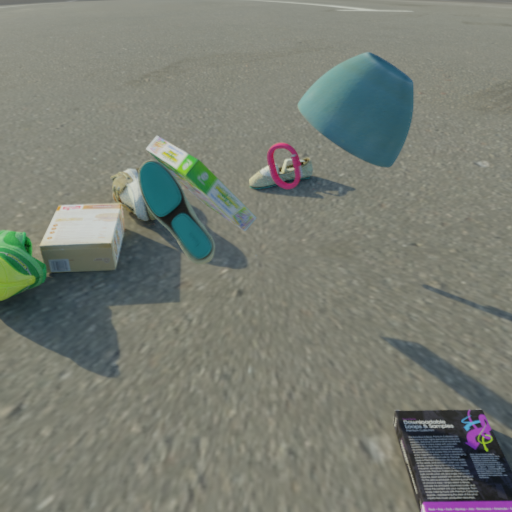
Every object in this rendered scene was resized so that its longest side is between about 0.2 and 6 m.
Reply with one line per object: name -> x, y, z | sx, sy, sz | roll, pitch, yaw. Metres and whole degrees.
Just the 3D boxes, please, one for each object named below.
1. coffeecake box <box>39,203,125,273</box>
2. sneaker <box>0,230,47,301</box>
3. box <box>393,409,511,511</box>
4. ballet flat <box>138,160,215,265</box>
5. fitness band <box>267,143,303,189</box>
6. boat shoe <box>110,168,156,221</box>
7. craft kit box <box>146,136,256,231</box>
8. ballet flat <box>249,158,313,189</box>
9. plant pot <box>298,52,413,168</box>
coffeecake box -> -3.307, -0.384, 10.874 | 1.285, 0.612, 1.674 | -3, 31, -4
sneaker -> -4.752, 0.000, 10.080 | 1.228, 1.088, 2.938 | -7, 28, -46
box -> 2.342, 2.464, 6.529 | 1.144, 0.289, 1.600 | 0, 33, -1
ballet flat -> -1.117, -0.586, 7.898 | 0.571, 0.571, 1.643 | -27, 84, -37
fitness band -> 0.538, -1.705, 10.695 | 0.649, 0.903, 0.169 | 4, 32, 33
boat shoe -> -2.704, -1.313, 12.240 | 0.829, 0.906, 2.423 | -10, 22, -12
craft kit box -> -0.879, -1.156, 8.918 | 0.367, 1.513, 1.494 | -52, 41, -5
ballet flat -> 0.587, -2.086, 13.735 | 1.760, 0.549, 0.594 | -16, 35, -23
plant pot -> 1.556, -2.159, 7.841 | 1.622, 1.093, 1.622 | 25, 30, -16
